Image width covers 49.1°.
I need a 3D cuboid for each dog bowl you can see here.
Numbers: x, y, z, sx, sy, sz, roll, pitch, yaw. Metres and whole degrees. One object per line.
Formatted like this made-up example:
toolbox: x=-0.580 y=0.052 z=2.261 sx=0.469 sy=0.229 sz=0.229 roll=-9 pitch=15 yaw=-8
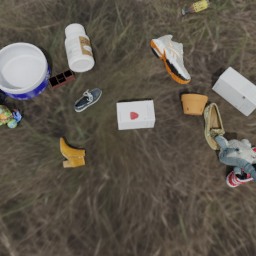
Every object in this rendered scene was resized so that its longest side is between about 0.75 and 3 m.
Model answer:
dog bowl: x=-4.413 y=-2.342 z=11.631 sx=2.238 sy=0.881 sz=2.238 roll=0 pitch=71 yaw=0

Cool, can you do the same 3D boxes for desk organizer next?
desk organizer: x=-2.801 y=-2.058 z=11.790 sx=1.046 sy=0.403 sz=0.375 roll=-26 pitch=73 yaw=-8

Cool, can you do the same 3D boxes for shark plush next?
shark plush: x=3.920 y=1.188 z=9.477 sx=1.251 sy=2.753 sz=1.147 roll=4 pitch=109 yaw=-20

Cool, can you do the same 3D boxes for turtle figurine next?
turtle figurine: x=-5.349 y=-0.496 z=10.711 sx=1.924 sy=1.385 sz=1.865 roll=-43 pitch=85 yaw=-16

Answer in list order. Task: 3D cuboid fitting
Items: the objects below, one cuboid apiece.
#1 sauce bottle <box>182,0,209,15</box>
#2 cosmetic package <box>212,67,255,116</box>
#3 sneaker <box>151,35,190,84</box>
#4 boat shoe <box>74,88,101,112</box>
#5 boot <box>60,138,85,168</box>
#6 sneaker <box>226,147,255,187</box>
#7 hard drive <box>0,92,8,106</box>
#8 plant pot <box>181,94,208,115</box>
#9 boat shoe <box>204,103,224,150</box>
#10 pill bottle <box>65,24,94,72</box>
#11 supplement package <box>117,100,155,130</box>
sauce bottle: x=3.126 y=-5.566 z=12.969 sx=1.269 sy=0.410 sz=0.410 roll=-23 pitch=73 yaw=-5
cosmetic package: x=4.429 y=-1.467 z=11.262 sx=1.828 sy=1.032 sz=0.742 roll=40 pitch=73 yaw=14
sneaker: x=2.034 y=-3.020 z=11.833 sx=1.126 sy=0.927 sz=2.448 roll=-31 pitch=75 yaw=-8
boat shoe: x=-1.661 y=-1.214 z=11.499 sx=1.357 sy=0.420 sz=0.508 roll=-36 pitch=75 yaw=-11
boot: x=-2.126 y=0.906 z=10.836 sx=0.881 sy=0.433 sz=1.230 roll=-11 pitch=76 yaw=-9
sneaker: x=4.450 y=1.371 z=10.297 sx=0.671 sy=1.060 sz=1.885 roll=40 pitch=76 yaw=12
hard drive: x=-5.746 y=-1.253 z=11.591 sx=1.269 sy=0.269 sz=0.856 roll=21 pitch=73 yaw=7
plant pot: x=2.612 y=-0.914 z=11.167 sx=1.018 sy=1.018 sz=0.713 roll=7 pitch=89 yaw=2
boat shoe: x=3.370 y=-0.064 z=11.000 sx=0.666 sy=0.570 sz=1.818 roll=-8 pitch=77 yaw=-5
pill bottle: x=-2.109 y=-3.421 z=11.905 sx=1.052 sy=1.052 sz=1.841 roll=-13 pitch=72 yaw=-4
supplement package: x=0.295 y=-0.496 z=11.036 sx=1.415 sy=0.847 sz=0.858 roll=-5 pitch=72 yaw=-2
